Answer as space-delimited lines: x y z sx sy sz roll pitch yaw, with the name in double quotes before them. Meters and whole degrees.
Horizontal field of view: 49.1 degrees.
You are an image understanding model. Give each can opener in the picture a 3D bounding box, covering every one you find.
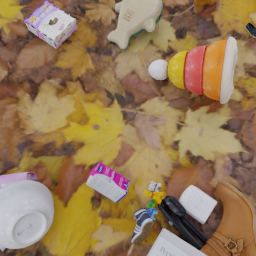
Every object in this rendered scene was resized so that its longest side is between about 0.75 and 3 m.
"can opener" 1.601 2.805 8.144 0.605 0.751 1.909 -37 86 -11

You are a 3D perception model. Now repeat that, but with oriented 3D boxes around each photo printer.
"photo printer" 2.062 2.267 8.450 0.974 0.338 0.811 34 74 12

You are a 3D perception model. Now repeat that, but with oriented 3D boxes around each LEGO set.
"LEGO set" 0.600 2.137 8.196 0.581 0.540 1.417 31 63 -13

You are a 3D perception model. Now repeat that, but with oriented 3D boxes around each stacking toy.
"stacking toy" 2.101 -1.996 9.459 2.897 2.117 2.117 9 69 21

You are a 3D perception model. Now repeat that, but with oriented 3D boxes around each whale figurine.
"whale figurine" 0.299 -4.022 10.479 1.900 1.239 2.388 37 98 19

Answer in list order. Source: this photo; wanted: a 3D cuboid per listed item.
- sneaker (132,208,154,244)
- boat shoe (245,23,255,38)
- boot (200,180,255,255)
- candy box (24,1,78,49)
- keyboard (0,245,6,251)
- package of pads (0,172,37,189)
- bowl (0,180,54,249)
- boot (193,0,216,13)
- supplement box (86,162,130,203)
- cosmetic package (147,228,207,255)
"sneaker" 0.324 2.718 7.846 0.387 1.103 0.598 4 36 -30
"boat shoe" 4.804 -3.723 10.712 0.290 0.242 0.777 -33 74 -13
"boot" 2.787 2.946 8.007 1.921 0.949 2.475 -31 80 -7
"candy box" -2.895 -3.924 10.623 1.503 0.538 1.261 36 74 13
"keyboard" -3.288 2.863 8.364 0.445 0.084 1.581 38 74 11
"package of pads" -3.988 2.246 7.895 2.784 1.053 1.678 -7 83 -4
"bowl" -2.725 2.415 7.379 1.928 1.928 0.867 -50 38 -16
"boot" 3.151 -5.261 10.792 0.564 1.148 1.604 41 75 13
"supplement box" -0.567 1.583 8.133 1.096 0.566 0.554 33 36 -12
"cosmetic package" 1.324 4.473 6.497 2.909 1.794 2.919 29 81 16
